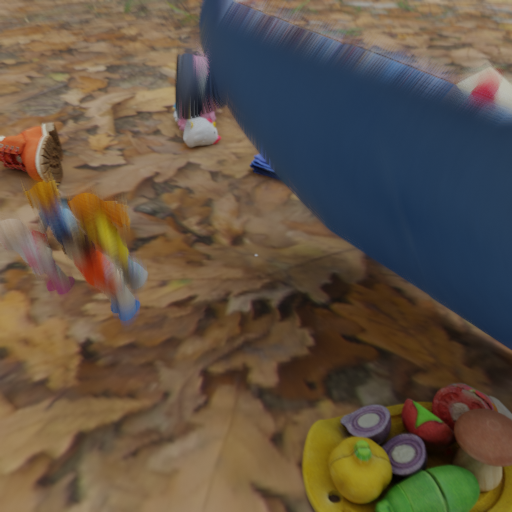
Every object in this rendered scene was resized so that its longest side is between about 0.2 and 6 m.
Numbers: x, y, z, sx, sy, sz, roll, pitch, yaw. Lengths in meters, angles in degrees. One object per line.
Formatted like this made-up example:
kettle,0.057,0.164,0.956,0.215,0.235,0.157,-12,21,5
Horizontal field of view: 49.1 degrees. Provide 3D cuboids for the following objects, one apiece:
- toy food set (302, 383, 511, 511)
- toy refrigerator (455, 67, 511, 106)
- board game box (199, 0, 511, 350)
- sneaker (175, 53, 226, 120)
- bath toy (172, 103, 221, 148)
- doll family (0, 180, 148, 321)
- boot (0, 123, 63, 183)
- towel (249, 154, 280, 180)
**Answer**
toy food set,1.645,1.692,5.091,2.453,0.801,1.443,-8,35,-11
toy refrigerator,2.499,-1.201,7.128,0.783,2.239,0.850,-31,71,-25
board game box,1.745,-0.843,5.625,1.057,4.291,5.431,-48,53,-6
sneaker,-0.603,-2.279,7.455,0.939,0.803,2.289,3,24,-6
bath toy,-1.241,-2.997,12.049,0.766,0.901,2.072,11,34,-25
doll family,-1.815,-0.189,5.706,1.907,1.184,0.859,11,51,38
boot,-4.232,-1.814,10.330,1.189,0.832,2.217,-13,28,-13
towel,1.390,-2.010,10.962,1.979,0.326,2.734,22,40,27
